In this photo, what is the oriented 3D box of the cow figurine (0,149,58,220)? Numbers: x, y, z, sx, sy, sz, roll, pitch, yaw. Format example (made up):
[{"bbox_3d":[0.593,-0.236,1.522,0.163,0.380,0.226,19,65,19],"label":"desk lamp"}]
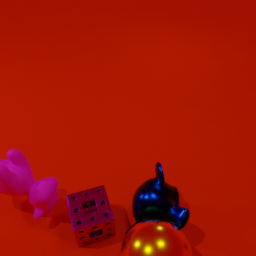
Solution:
[{"bbox_3d":[-2.367,1.245,6.128,1.644,1.617,0.902,-6,36,26],"label":"cow figurine"}]

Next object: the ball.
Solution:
[{"bbox_3d":[0.517,2.382,5.179,1.342,1.342,1.342,0,46,0],"label":"ball"}]

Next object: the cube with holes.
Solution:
[{"bbox_3d":[-0.785,1.886,6.016,0.824,0.824,0.824,-13,48,-12],"label":"cube with holes"}]

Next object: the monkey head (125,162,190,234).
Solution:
[{"bbox_3d":[0.651,1.640,5.909,1.021,1.219,1.694,27,82,-16],"label":"monkey head"}]
